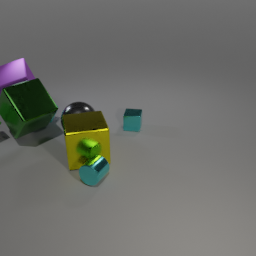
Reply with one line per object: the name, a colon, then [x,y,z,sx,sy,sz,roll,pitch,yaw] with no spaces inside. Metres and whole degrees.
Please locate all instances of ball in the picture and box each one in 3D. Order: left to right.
ball: [-1.871,-0.317,10.770,1.400,1.400,1.400,0,29,0]

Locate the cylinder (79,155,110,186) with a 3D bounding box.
cylinder: [-1.028,1.291,8.587,0.700,0.700,0.700,13,27,22]

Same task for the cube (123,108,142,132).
cube: [0.204,-0.334,11.526,0.700,0.700,0.700,4,29,7]

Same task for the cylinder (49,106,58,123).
cylinder: [-3.367,-0.691,11.685,0.700,0.700,0.700,10,63,17]

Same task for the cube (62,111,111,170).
cube: [-1.425,0.383,9.530,1.400,1.400,1.400,-8,30,-13]

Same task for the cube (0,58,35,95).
cube: [-4.777,-1.859,12.023,1.400,1.400,1.400,-21,52,-4]

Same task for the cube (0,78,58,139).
cube: [-3.642,-0.706,10.096,1.400,1.400,1.400,-29,83,-41]
